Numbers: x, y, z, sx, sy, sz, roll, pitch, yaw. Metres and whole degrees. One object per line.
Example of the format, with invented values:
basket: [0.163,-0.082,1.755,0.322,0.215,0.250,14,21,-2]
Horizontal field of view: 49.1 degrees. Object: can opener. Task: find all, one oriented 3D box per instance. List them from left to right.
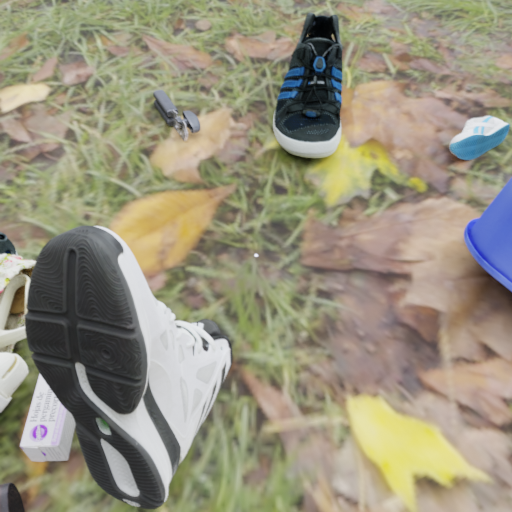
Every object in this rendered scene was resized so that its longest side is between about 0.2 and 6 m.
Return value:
can opener: [-1.448,-2.598,10.263,0.467,0.373,1.397,-17,49,-21]

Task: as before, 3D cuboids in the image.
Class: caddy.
caddy: [4.073,0.148,7.191,2.011,1.494,2.845,-8,44,-38]

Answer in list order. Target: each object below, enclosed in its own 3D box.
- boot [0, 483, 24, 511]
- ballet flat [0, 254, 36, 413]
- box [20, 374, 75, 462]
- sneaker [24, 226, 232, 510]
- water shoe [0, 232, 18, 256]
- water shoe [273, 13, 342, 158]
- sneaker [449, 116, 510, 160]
boot: [-3.304,3.437,4.679,2.637,0.903,2.482,-17,52,-13]
ballet flat: [-3.126,1.053,6.617,0.921,1.090,2.882,-7,51,0]
box: [-2.311,1.322,6.797,0.429,0.459,2.217,-1,50,0]
sneaker: [-1.101,0.823,5.591,1.178,3.122,1.796,9,34,20]
water shoe: [-4.226,0.149,7.640,1.787,0.705,0.639,-26,53,-21]
water shoe: [0.960,-3.180,10.100,1.219,1.346,3.410,3,49,3]
sneaker: [3.781,-2.068,9.753,1.329,0.509,0.537,-23,47,-28]
